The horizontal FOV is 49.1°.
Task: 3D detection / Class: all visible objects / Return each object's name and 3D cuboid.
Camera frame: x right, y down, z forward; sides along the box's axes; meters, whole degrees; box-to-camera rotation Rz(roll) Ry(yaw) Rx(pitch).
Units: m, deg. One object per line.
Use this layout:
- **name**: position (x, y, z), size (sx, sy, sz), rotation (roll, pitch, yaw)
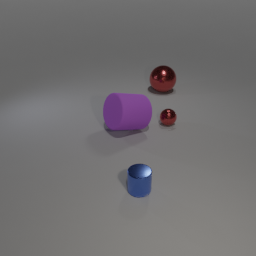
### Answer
- **ball**: position (1.817, -2.552, 14.597), size (1.400, 1.400, 1.400), rotation (0, 29, 0)
- **cylinder**: position (-0.027, -0.630, 10.827), size (1.400, 1.400, 1.400), rotation (-2, 25, -37)
- **ball**: position (1.658, -0.452, 11.550), size (0.700, 0.700, 0.700), rotation (0, 29, 0)
- **cylinder**: position (0.329, 1.499, 8.024), size (0.700, 0.700, 0.700), rotation (0, 29, 0)
